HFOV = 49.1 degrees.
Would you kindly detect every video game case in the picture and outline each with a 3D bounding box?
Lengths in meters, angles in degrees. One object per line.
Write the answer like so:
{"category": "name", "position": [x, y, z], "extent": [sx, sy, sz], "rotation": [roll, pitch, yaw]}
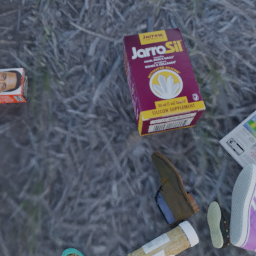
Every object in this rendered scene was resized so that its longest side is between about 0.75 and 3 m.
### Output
{"category": "video game case", "position": [4.068, 0.564, 8.094], "extent": [1.876, 0.226, 2.058], "rotation": [-40, 74, 2]}

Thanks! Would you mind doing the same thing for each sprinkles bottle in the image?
{"category": "sprinkles bottle", "position": [0.900, 3.093, 7.196], "extent": [1.805, 0.616, 0.616], "rotation": [-26, 72, -9]}

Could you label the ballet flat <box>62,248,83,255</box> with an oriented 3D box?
{"category": "ballet flat", "position": [-0.984, 3.705, 6.957], "extent": [1.782, 0.627, 0.600], "rotation": [36, 77, 12]}

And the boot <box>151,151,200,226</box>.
{"category": "boot", "position": [1.009, 1.640, 7.657], "extent": [0.972, 0.749, 2.006], "rotation": [-32, 75, -13]}

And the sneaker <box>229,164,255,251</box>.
{"category": "sneaker", "position": [3.514, 2.154, 7.533], "extent": [1.263, 0.803, 2.216], "rotation": [17, 75, -4]}

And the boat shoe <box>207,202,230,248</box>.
{"category": "boat shoe", "position": [2.430, 2.594, 7.520], "extent": [0.373, 0.435, 1.190], "rotation": [18, 56, -30]}

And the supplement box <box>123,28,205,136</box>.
{"category": "supplement box", "position": [0.960, -1.361, 8.387], "extent": [1.798, 1.418, 2.747], "rotation": [-11, 70, -4]}

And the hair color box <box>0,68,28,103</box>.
{"category": "hair color box", "position": [-4.202, -1.297, 8.808], "extent": [1.913, 0.586, 0.971], "rotation": [-4, 69, -2]}
